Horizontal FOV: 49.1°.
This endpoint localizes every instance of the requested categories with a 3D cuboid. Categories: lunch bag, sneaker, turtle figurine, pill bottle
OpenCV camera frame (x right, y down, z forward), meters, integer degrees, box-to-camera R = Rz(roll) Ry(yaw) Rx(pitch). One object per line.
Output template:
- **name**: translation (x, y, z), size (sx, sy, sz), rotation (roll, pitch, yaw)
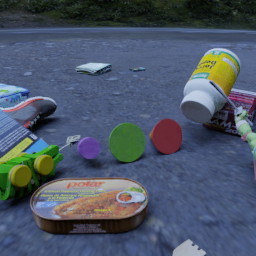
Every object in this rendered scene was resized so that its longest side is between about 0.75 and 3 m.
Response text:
- **lunch bag**: translation (-4.789, -0.716, 9.271), size (2.123, 1.089, 2.641), rotation (12, 26, 31)
- **sneaker**: translation (-3.164, -0.175, 8.615), size (2.518, 0.970, 1.031), rotation (-25, 61, -42)
- **turtle figurine**: translation (3.544, -0.099, 6.384), size (1.893, 2.631, 2.551), rotation (-26, -19, 35)
- **pill bottle**: translation (2.317, -1.186, 7.982), size (1.197, 1.197, 2.123), rotation (16, 57, 31)

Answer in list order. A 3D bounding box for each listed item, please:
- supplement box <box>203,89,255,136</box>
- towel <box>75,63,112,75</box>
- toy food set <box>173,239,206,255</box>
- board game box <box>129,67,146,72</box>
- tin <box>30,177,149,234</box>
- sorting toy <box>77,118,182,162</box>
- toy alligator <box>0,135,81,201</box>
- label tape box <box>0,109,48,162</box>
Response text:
- **supplement box**: translation (3.529, -0.620, 9.352), size (1.350, 0.756, 2.482), rotation (16, 28, 27)
- **towel**: translation (-1.966, -3.450, 16.151), size (1.469, 0.413, 1.716), rotation (14, 27, 26)
- **toy food set**: translation (1.226, 2.282, 3.185), size (1.807, 0.525, 2.618), rotation (-19, 30, -36)
- **board game box**: translation (0.564, -3.459, 16.532), size (0.812, 0.114, 0.549), rotation (-13, 27, -27)
- **tin**: translation (-0.699, 1.421, 5.279), size (2.165, 0.453, 1.212), rotation (0, 28, -1)
- **sorting toy**: translation (0.007, 0.344, 7.444), size (2.829, 0.981, 0.974), rotation (-8, 2, -22)
- **toy alligator**: translation (-1.943, 0.890, 6.088), size (0.832, 0.761, 2.806), rotation (3, 16, 32)
- **label tape box**: translation (-3.232, 0.411, 6.748), size (2.381, 0.787, 1.706), rotation (39, 26, -6)
